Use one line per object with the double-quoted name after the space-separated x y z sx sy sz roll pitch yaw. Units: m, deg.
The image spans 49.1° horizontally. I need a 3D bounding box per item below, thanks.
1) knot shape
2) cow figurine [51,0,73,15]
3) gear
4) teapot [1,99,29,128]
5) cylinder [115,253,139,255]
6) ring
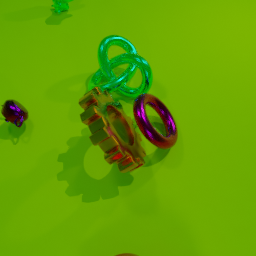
-0.350 -1.471 7.512 1.710 0.844 1.827 -33 76 5 "knot shape"
-2.223 -4.331 9.276 1.123 1.141 0.626 -26 86 18 "cow figurine"
-0.291 0.024 6.065 0.358 1.933 1.933 -32 58 17 "gear"
-2.809 -0.374 6.839 0.520 0.660 1.062 -46 57 2 "teapot"
0.191 2.834 4.257 1.394 1.394 1.394 2 85 -28 "cylinder"
0.665 -0.177 6.593 1.453 0.291 1.453 32 41 -33 "ring"
